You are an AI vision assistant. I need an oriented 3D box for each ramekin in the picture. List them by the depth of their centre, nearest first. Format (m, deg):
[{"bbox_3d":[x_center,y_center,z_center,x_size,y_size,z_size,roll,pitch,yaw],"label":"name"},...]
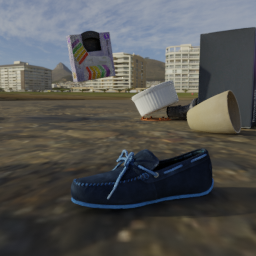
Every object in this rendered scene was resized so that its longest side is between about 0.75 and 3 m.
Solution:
[{"bbox_3d":[1.148,-1.159,11.346,1.826,0.890,1.826,-23,0,0],"label":"ramekin"}]

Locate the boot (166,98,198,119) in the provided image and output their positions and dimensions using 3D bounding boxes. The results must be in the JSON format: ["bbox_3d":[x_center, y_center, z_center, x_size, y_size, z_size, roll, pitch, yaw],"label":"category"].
[{"bbox_3d":[2.259,-0.629,10.860,1.700,0.901,2.582,0,-5,23],"label":"boot"}]

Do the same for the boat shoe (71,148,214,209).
[{"bbox_3d":[0.156,0.433,2.784,1.472,0.505,0.619,-4,8,-27],"label":"boat shoe"}]

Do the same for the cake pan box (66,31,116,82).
[{"bbox_3d":[-1.207,-2.397,9.322,1.445,1.569,0.411,-14,14,-28],"label":"cake pan box"}]

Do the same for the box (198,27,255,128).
[{"bbox_3d":[3.768,-1.595,9.536,1.807,2.933,2.909,5,10,38],"label":"box"}]

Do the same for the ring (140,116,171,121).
[{"bbox_3d":[1.106,-0.386,11.227,1.237,0.119,1.237,0,7,0],"label":"ring"}]

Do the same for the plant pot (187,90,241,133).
[{"bbox_3d":[2.222,-0.322,7.407,1.181,1.106,1.106,-12,-1,36],"label":"plant pot"}]
